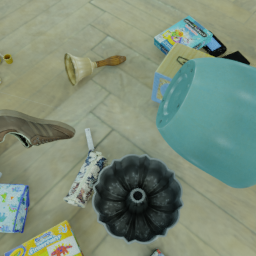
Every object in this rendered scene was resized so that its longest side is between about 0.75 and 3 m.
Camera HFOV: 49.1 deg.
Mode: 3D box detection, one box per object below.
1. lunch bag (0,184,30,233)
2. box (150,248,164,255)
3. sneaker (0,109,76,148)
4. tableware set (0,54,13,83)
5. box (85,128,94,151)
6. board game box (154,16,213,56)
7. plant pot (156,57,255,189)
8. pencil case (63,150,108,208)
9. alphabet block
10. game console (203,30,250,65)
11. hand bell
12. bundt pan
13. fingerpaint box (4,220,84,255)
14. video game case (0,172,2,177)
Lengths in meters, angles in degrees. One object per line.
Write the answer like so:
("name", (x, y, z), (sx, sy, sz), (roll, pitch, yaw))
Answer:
("lunch bag", (-3.718, 2.406, 8.489), (1.207, 0.904, 1.419), (2, 69, 2))
("box", (0.712, 4.065, 7.917), (1.052, 0.210, 0.720), (-39, 67, -20))
("sneaker", (-2.334, 0.168, 7.141), (2.115, 0.745, 0.799), (16, 70, -40))
("tableware set", (-5.810, -2.270, 11.513), (1.648, 0.375, 2.446), (32, 64, 17))
("box", (-1.384, 0.417, 10.063), (0.183, 0.171, 0.884), (-13, 61, -8))
("board game box", (2.393, -3.883, 12.256), (2.016, 0.473, 1.522), (-35, 66, -11))
("plant pot", (2.162, -0.334, 7.010), (2.414, 3.008, 3.008), (24, 61, -10))
("pencil case", (-1.337, 1.648, 8.961), (0.729, 0.838, 1.874), (17, 62, 17))
("alphabet block", (2.055, -1.798, 10.484), (1.714, 1.705, 1.746), (27, 63, 13))
("game console", (3.855, -3.240, 12.106), (1.583, 0.324, 2.684), (-25, 62, -14))
("hand bell", (-1.206, -2.622, 11.510), (2.514, 1.309, 1.309), (-18, 61, -25))
("bundt pan", (0.285, 2.190, 8.550), (2.701, 1.014, 2.701), (0, 61, 0))
("fingerpaint box", (-2.216, 3.767, 7.815), (1.857, 0.681, 1.549), (-26, 64, -15))
("video game case", (-5.405, 1.976, 9.137), (1.907, 0.219, 1.738), (16, 61, 8))
